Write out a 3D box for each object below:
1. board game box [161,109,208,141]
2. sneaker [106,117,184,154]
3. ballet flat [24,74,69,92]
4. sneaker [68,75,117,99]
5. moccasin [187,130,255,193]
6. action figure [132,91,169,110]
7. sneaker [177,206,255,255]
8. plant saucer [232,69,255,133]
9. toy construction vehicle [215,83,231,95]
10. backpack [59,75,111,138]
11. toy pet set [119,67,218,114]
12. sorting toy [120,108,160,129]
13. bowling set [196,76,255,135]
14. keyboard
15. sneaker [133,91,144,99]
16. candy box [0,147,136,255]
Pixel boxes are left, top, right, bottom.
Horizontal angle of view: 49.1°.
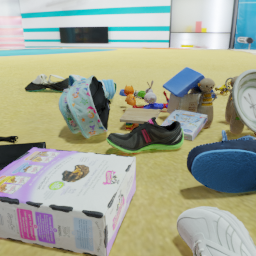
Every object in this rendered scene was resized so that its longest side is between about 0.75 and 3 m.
[{"bbox_3d":[1.610,-0.117,8.149,1.060,0.218,1.057,14,42,35],"label":"board game box"},{"bbox_3d":[0.424,0.132,6.966,1.989,0.833,0.763,-5,18,-15],"label":"sneaker"},{"bbox_3d":[-3.861,-2.190,13.548,2.382,0.815,0.810,1,21,5],"label":"ballet flat"},{"bbox_3d":[-1.466,-1.741,12.084,1.654,1.008,2.534,-14,33,-30],"label":"sneaker"},{"bbox_3d":[2.288,0.657,5.423,2.703,1.088,0.922,7,29,-19],"label":"moccasin"},{"bbox_3d":[1.144,-1.024,10.198,1.910,0.945,0.623,5,20,5],"label":"action figure"},{"bbox_3d":[1.056,1.577,3.122,0.957,0.751,1.927,-14,23,-25],"label":"sneaker"},{"bbox_3d":[3.370,-0.623,7.327,1.805,1.805,0.453,-8,-10,-22],"label":"plant saucer"},{"bbox_3d":[4.898,-1.709,12.819,1.545,0.544,1.345,13,34,40],"label":"toy construction vehicle"},{"bbox_3d":[-1.165,-0.550,7.907,1.312,1.547,1.742,-20,25,1],"label":"backpack"},{"bbox_3d":[1.514,-1.459,9.783,2.966,1.575,2.770,0,24,-19],"label":"toy pet set"},{"bbox_3d":[0.387,-0.260,8.654,1.036,0.361,1.030,5,25,15],"label":"sorting toy"},{"bbox_3d":[3.616,-0.680,8.236,2.833,1.521,1.972,-10,22,-25],"label":"bowling set"},{"bbox_3d":[-3.246,0.596,6.567,2.560,0.264,1.627,-3,26,-12],"label":"keyboard"},{"bbox_3d":[0.608,-1.443,12.245,0.304,0.301,0.839,-11,24,-44],"label":"sneaker"},{"bbox_3d":[-1.043,1.041,4.560,2.067,0.740,1.734,4,20,14],"label":"candy box"}]
